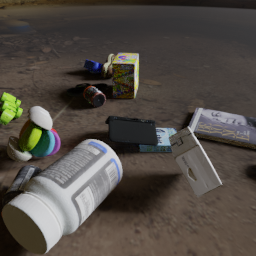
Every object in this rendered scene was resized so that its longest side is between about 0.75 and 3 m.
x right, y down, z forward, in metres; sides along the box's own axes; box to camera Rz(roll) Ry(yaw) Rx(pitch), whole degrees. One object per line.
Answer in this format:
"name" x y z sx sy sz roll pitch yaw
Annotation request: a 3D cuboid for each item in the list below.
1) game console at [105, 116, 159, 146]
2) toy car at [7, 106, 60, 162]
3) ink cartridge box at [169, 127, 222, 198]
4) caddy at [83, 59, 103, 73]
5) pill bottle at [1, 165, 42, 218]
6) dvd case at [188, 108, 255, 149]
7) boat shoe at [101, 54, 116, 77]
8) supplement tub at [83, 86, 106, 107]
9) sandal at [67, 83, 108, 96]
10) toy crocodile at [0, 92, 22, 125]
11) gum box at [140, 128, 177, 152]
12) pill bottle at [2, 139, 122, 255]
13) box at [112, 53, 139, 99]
"game console" 0.080 0.163 10.256 1.755 1.022 1.544 6 -11 -12
"toy car" -2.983 0.337 9.325 1.475 1.722 1.967 35 -1 -24
"ink cartridge box" 1.805 0.866 7.786 0.755 1.308 1.792 -30 11 10
"caddy" -2.104 -3.675 16.962 1.306 0.686 0.924 26 17 38
"pill bottle" -2.789 1.766 7.459 0.820 0.820 1.544 1 31 2
"dvd case" 3.993 -0.048 11.147 2.960 0.236 2.201 12 32 19
"boat shoe" -0.909 -3.674 16.872 0.939 0.937 2.537 14 38 0
"supplement tub" -1.646 -1.538 13.223 0.730 0.730 1.364 -16 34 -26
"sandal" -2.122 -2.113 14.452 2.203 0.472 0.838 -16 34 -25
"toy crocodile" -5.180 -0.881 12.158 0.827 0.756 2.450 31 11 -34
"gum box" 1.122 0.422 10.262 1.405 0.313 1.194 0 30 0
"pill bottle" -1.505 1.585 6.982 1.607 1.607 2.824 17 33 26
"box" -0.086 -2.664 14.109 1.118 1.766 1.833 4 30 7
